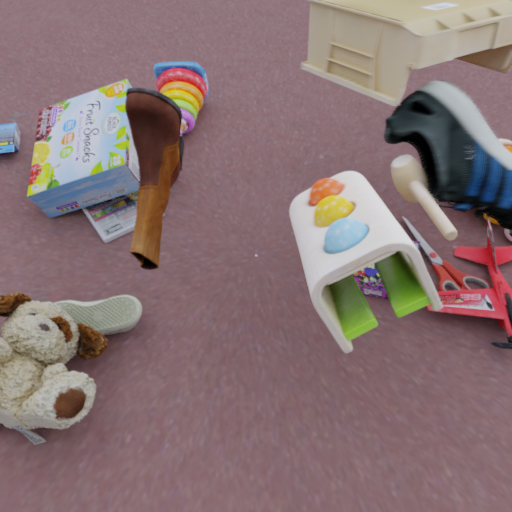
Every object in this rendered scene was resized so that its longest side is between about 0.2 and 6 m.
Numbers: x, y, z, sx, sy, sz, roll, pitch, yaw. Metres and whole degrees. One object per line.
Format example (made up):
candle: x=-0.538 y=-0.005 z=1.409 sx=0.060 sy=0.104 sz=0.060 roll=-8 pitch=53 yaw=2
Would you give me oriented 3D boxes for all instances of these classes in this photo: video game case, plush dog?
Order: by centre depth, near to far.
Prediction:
plush dog: x=-3.551 y=1.611 z=8.828 sx=2.310 sy=1.853 sz=1.984 roll=29 pitch=47 yaw=-11
video game case: x=2.346 y=0.169 z=10.837 sx=1.550 sy=0.277 sz=1.405 roll=11 pitch=51 yaw=9
video game case: x=-2.843 y=-0.977 z=11.866 sx=1.382 sy=0.159 sz=1.259 roll=-28 pitch=56 yaw=-20

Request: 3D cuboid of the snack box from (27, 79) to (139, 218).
snack box: x=-3.575 y=-2.332 z=12.011 sx=2.244 sy=0.901 sz=2.661 roll=-15 pitch=56 yaw=10

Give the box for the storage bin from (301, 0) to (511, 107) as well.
storage bin: x=2.613 y=-3.692 z=9.470 sx=2.648 sy=1.241 sz=2.629 roll=-21 pitch=41 yaw=-26

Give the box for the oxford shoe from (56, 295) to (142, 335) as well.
oxford shoe: x=-2.938 y=1.127 z=9.888 sx=2.071 sy=0.598 sz=0.778 roll=-11 pitch=78 yaw=8

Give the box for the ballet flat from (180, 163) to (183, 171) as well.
ballet flat: x=-2.626 y=-2.156 z=12.535 sx=2.271 sy=0.770 sz=0.855 roll=30 pitch=72 yaw=31

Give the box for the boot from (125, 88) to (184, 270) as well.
boot: x=-1.728 y=-1.119 z=8.583 sx=0.790 sy=2.172 sz=2.307 roll=10 pitch=71 yaw=-1

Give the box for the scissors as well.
scissors: x=3.473 y=0.136 z=10.923 sx=0.919 sy=0.175 sz=2.513 roll=-30 pitch=58 yaw=-20

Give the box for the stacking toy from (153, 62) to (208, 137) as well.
stacking toy: x=-1.867 y=-3.415 z=13.364 sx=1.255 sy=1.327 sz=2.286 roll=1 pitch=62 yaw=5

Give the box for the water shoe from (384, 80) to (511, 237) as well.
water shoe: x=3.347 y=-1.112 z=8.741 sx=1.326 sy=1.201 sz=3.359 roll=-39 pitch=85 yaw=-2

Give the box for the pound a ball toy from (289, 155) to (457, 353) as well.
pound a ball toy: x=1.574 y=-0.467 z=7.565 sx=2.134 sy=1.390 sz=3.272 roll=-28 pitch=23 yaw=11

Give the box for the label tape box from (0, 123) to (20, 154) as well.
label tape box: x=-5.976 y=-2.633 z=13.118 sx=0.744 sy=0.343 sz=1.038 roll=-10 pitch=53 yaw=-7

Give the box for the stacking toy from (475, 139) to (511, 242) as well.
stacking toy: x=4.978 y=-1.178 z=11.444 sx=1.527 sy=1.527 sz=2.090 roll=-16 pitch=68 yaw=-13

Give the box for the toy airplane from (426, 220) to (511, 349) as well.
toy airplane: x=4.458 y=0.552 z=10.352 sx=2.893 sy=0.532 sz=2.893 roll=-4 pitch=49 yaw=5
